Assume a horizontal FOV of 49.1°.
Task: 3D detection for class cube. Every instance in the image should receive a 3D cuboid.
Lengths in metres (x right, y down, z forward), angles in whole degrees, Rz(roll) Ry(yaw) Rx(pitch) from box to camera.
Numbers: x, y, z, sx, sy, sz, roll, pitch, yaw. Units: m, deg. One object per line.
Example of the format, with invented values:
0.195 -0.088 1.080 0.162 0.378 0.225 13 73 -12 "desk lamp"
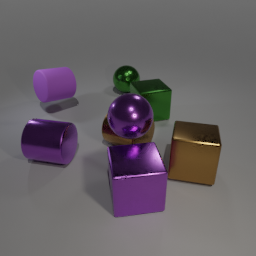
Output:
2.051 0.727 8.748 1.400 1.400 1.400 7 25 11 "cube"
0.209 1.389 7.747 1.400 1.400 1.400 -5 32 -7 "cube"
0.953 -1.200 12.189 1.400 1.400 1.400 -9 32 -14 "cube"

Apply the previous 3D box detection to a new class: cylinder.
-3.240 -1.929 12.399 1.400 1.400 1.400 -18 34 -40 "cylinder"
-2.586 0.440 9.377 1.400 1.400 1.400 6 31 11 "cylinder"
0.017 0.053 10.053 1.400 1.400 1.400 20 36 31 "cylinder"

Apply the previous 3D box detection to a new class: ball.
-0.080 -2.515 14.421 1.400 1.400 1.400 0 30 0 "ball"
0.074 -0.360 8.547 1.400 1.400 1.400 0 30 0 "ball"
